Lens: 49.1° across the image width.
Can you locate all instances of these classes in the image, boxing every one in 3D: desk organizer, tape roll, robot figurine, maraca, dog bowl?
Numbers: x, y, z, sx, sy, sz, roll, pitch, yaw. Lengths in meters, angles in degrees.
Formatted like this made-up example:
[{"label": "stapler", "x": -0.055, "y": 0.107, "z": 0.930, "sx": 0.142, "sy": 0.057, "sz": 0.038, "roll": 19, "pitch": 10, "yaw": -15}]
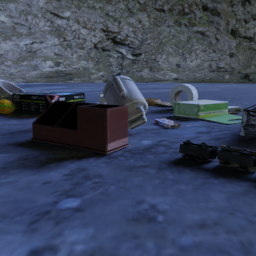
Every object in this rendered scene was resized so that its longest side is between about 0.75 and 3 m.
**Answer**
[{"label": "desk organizer", "x": -1.220, "y": -0.104, "z": 6.784, "sx": 2.490, "sy": 0.959, "sz": 0.893, "roll": 7, "pitch": 12, "yaw": 33}, {"label": "tape roll", "x": 2.610, "y": -1.479, "z": 13.187, "sx": 1.190, "sy": 1.190, "sz": 0.817, "roll": 6, "pitch": 12, "yaw": 28}, {"label": "robot figurine", "x": -0.106, "y": -0.841, "z": 8.432, "sx": 1.054, "sy": 1.583, "sz": 1.867, "roll": -25, "pitch": 55, "yaw": -6}, {"label": "maraca", "x": -5.278, "y": -0.901, "z": 11.692, "sx": 1.086, "sy": 0.581, "sz": 0.745, "roll": 3, "pitch": -6, "yaw": -31}, {"label": "dog bowl", "x": -5.538, "y": -1.616, "z": 13.285, "sx": 1.859, "sy": 0.545, "sz": 1.859, "roll": 35, "pitch": 10, "yaw": -7}]

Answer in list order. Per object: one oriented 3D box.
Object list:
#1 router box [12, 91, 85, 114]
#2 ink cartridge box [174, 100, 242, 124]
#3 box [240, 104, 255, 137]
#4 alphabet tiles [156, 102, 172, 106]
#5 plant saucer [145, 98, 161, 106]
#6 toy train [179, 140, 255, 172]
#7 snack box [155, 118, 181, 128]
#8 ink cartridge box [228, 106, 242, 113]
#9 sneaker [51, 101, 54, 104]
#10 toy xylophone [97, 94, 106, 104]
[{"label": "router box", "x": -3.523, "y": -1.177, "z": 12.526, "sx": 2.631, "sy": 0.817, "sz": 1.972, "roll": 6, "pitch": 12, "yaw": 31}, {"label": "ink cartridge box", "x": 3.316, "y": -0.684, "z": 10.801, "sx": 1.879, "sy": 0.619, "sz": 2.582, "roll": -8, "pitch": 12, "yaw": -36}, {"label": "box", "x": 4.734, "y": -0.214, "z": 7.889, "sx": 2.344, "sy": 0.740, "sz": 2.973, "roll": 9, "pitch": 14, "yaw": 34}, {"label": "alphabet tiles", "x": 2.223, "y": -1.251, "z": 14.648, "sx": 1.156, "sy": 0.044, "sz": 1.389, "roll": 16, "pitch": 16, "yaw": 41}, {"label": "plant saucer", "x": 1.173, "y": -1.442, "z": 15.366, "sx": 1.527, "sy": 0.270, "sz": 1.527, "roll": 1, "pitch": 11, "yaw": 0}, {"label": "toy train", "x": 2.046, "y": 0.558, "z": 5.056, "sx": 2.374, "sy": 0.405, "sz": 0.544, "roll": 9, "pitch": 2, "yaw": 41}, {"label": "snack box", "x": 1.300, "y": -0.162, "z": 9.230, "sx": 0.394, "sy": 0.133, "sz": 1.097, "roll": -7, "pitch": 13, "yaw": -19}, {"label": "ink cartridge box", "x": 4.219, "y": -0.790, "z": 12.269, "sx": 0.938, "sy": 0.290, "sz": 1.157, "roll": -4, "pitch": 4, "yaw": -14}, {"label": "sneaker", "x": -2.141, "y": -0.593, "z": 8.672, "sx": 0.421, "sy": 0.355, "sz": 0.962, "roll": 12, "pitch": -13, "yaw": -2}, {"label": "toy xylophone", "x": -0.609, "y": -1.413, "z": 14.484, "sx": 2.216, "sy": 0.557, "sz": 1.622, "roll": 7, "pitch": 14, "yaw": 33}]
